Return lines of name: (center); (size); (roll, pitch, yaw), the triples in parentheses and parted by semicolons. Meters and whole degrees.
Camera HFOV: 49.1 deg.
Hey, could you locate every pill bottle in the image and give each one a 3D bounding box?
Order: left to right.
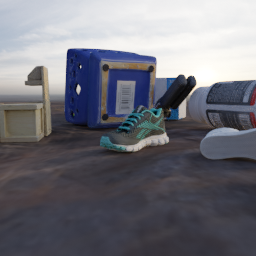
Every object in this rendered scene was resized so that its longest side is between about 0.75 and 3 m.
pill bottle: (3.474, -0.733, 9.155); (1.648, 1.648, 2.844); (-5, 9, -33)

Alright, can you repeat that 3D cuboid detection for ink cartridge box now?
ink cartridge box: (1.349, -1.465, 13.769); (2.723, 1.969, 2.004); (2, 7, 20)

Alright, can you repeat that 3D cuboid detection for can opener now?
can opener: (1.607, -1.243, 10.844); (0.797, 0.999, 2.987); (3, -28, -17)

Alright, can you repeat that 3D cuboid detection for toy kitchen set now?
toy kitchen set: (-3.399, -0.756, 7.962); (2.182, 1.973, 2.419); (-1, 7, -7)

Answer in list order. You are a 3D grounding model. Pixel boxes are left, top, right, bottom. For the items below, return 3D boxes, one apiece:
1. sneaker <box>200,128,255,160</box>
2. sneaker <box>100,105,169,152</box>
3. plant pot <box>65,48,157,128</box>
sneaker: (2.316, 0.237, 5.341); (1.753, 0.646, 1.013); (1, 10, 19)
sneaker: (0.156, -0.028, 6.230); (0.809, 0.951, 2.086); (5, 9, 37)
plant pot: (-0.589, -1.460, 10.583); (2.976, 2.976, 2.676); (-3, 15, -28)
